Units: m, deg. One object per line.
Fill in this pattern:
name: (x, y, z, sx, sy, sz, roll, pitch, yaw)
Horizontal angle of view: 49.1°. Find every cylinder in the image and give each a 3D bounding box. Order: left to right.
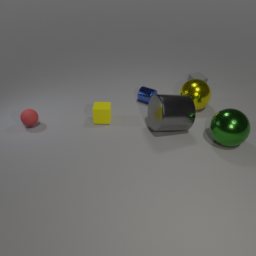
cylinder: (0.917, -1.544, 13.165, 0.700, 0.700, 0.700, 22, 39, 29)
cylinder: (1.661, -0.592, 10.874, 1.400, 1.400, 1.400, -1, 32, -20)

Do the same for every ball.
ball: (-3.990, -0.434, 11.340, 0.700, 0.700, 0.700, 0, 33, 0)
ball: (2.978, -1.488, 12.455, 1.400, 1.400, 1.400, 0, 33, 0)
ball: (3.705, -0.017, 10.209, 1.400, 1.400, 1.400, 0, 33, 0)

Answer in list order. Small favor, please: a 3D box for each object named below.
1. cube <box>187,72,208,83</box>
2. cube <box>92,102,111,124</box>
cube: (3.509, -2.352, 14.270, 0.700, 0.700, 0.700, -18, 48, -25)
cube: (-1.081, -0.636, 11.749, 0.700, 0.700, 0.700, 1, 30, 1)
